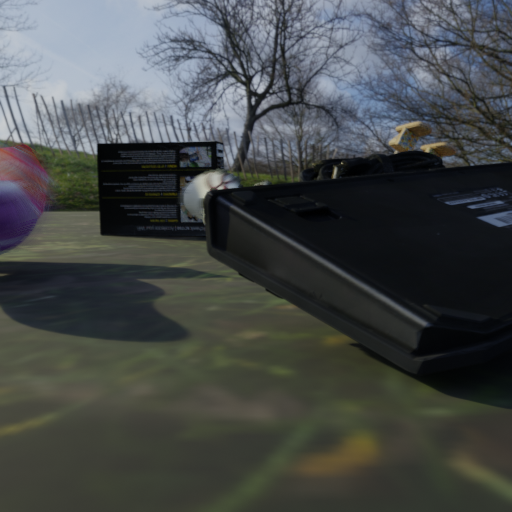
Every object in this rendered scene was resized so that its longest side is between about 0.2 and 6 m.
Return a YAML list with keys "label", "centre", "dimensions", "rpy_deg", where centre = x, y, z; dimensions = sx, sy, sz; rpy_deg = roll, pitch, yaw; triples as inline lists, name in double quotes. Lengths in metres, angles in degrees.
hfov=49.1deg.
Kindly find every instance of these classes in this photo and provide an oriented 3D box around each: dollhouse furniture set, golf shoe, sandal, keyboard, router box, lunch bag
- label: "dollhouse furniture set"
  centre: [3.738, -1.308, 11.701]
  dimensions: [2.328, 2.138, 1.515]
  rpy_deg: [30, -9, -23]
- label: "golf shoe"
  centre: [-0.682, -0.949, 11.158]
  dimensions: [1.354, 1.187, 3.075]
  rpy_deg: [-33, 31, -33]
- label: "sandal"
  centre: [-2.761, -0.339, 5.679]
  dimensions: [0.567, 0.939, 2.307]
  rpy_deg: [34, -4, 7]
- label: "keyboard"
  centre: [1.698, -0.280, 4.503]
  dimensions: [4.390, 0.563, 2.636]
  rpy_deg: [-10, 31, -38]
- label: "router box"
  centre: [-2.234, -1.558, 13.127]
  dimensions: [2.923, 2.180, 0.746]
  rpy_deg: [2, 7, 11]
- label: "lunch bag"
  centre: [-3.842, -0.669, 7.595]
  dimensions: [1.887, 0.773, 1.662]
  rpy_deg: [-19, 41, 1]
